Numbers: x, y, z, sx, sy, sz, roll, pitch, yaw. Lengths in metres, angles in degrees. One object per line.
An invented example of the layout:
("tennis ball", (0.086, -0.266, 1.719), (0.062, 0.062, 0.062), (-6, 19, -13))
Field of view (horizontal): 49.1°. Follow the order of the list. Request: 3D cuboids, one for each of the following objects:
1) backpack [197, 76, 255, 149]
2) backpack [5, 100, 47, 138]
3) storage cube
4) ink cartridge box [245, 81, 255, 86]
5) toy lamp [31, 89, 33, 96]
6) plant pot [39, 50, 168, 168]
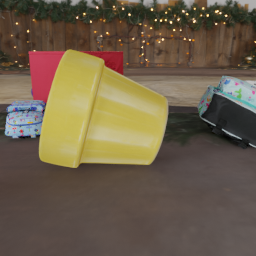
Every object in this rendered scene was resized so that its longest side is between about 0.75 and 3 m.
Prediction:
("backpack", (3.021, -0.540, 8.043), (1.947, 1.651, 2.194), (27, 10, 1))
("backpack", (-3.017, -0.242, 8.376), (1.304, 0.961, 1.428), (-1, 17, -7))
("storage cube", (-1.778, -1.487, 10.035), (2.759, 2.480, 2.358), (11, 19, 38))
("ink cartridge box", (6.139, -1.745, 13.701), (2.428, 1.024, 1.773), (4, 16, 14))
("toy lamp", (-3.926, -1.868, 14.895), (2.428, 0.707, 0.707), (5, 16, 19))
("plant pot", (-0.453, -0.194, 6.059), (2.272, 2.415, 2.415), (15, 14, -7))
